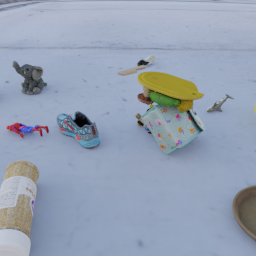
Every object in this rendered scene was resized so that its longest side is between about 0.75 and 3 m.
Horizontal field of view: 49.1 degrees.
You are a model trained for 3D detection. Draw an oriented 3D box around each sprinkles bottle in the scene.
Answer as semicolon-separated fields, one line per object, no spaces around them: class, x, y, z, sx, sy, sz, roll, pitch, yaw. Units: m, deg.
sprinkles bottle;-2.612;1.854;6.465;0.890;0.890;2.608;-6;32;-9

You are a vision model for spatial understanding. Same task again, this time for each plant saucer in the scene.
plant saucer;3.489;2.106;6.571;2.012;0.296;2.012;-2;31;1

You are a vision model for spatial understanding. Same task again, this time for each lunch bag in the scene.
lunch bag;1.629;-0.255;9.099;1.838;1.121;1.566;-28;84;-33

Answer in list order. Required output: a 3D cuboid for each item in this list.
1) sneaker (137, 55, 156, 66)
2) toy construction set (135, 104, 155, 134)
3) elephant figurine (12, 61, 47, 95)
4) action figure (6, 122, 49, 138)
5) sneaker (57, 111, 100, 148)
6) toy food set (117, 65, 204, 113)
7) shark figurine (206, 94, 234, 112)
sneaker;1.048;-3.741;15.963;1.297;0.470;0.466;-31;77;-23
toy construction set;0.940;-0.424;10.178;1.418;1.183;1.090;3;13;-33
elephant figurine;-4.372;-2.403;12.594;1.149;1.624;1.260;-5;32;-7
action figure;-3.602;0.064;9.818;1.662;0.430;0.544;8;27;21
sneaker;-1.711;-0.200;9.629;2.151;1.028;0.853;27;41;36
toy food set;1.031;-1.111;8.704;2.550;0.833;1.500;25;34;23
shark figurine;3.732;-0.904;11.259;0.464;1.112;0.664;58;21;12
